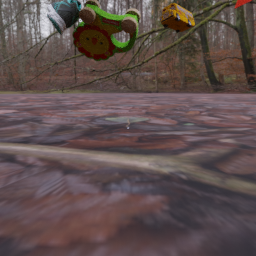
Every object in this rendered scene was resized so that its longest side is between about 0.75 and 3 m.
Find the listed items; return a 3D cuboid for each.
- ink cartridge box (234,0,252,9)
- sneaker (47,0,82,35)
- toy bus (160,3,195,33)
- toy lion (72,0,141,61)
[{"bbox_3d":[2.236,-2.925,4.026,0.649,1.850,2.276,19,8,-14],"label":"ink cartridge box"},{"bbox_3d":[-1.507,-2.873,6.975,0.819,0.696,1.795,-32,36,5],"label":"sneaker"},{"bbox_3d":[0.945,-2.095,5.357,0.314,0.378,0.966,-16,-4,36],"label":"toy bus"},{"bbox_3d":[-0.562,-2.187,6.665,1.527,1.464,0.524,14,53,1],"label":"toy lion"}]
